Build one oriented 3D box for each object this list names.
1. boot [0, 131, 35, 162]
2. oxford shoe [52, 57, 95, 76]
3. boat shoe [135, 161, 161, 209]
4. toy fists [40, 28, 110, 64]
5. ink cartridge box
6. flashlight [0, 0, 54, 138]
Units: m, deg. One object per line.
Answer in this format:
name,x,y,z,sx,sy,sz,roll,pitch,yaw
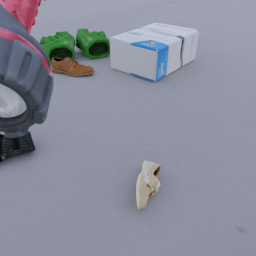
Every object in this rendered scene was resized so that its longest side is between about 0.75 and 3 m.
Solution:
boot,-2.685,0.236,6.256,0.962,0.484,1.286,-25,52,-22
oxford shoe,-1.950,-2.161,9.762,1.611,0.574,0.575,9,34,10
boat shoe,0.398,1.013,5.186,0.405,0.431,1.170,2,33,13
toy fists,-2.082,-3.321,11.117,2.825,0.971,1.440,-16,37,-20
ink cartridge box,1.006,-2.894,10.263,2.026,1.180,2.802,25,41,32
flashlight,-1.140,-1.252,3.058,0.932,0.929,2.744,-30,44,35
